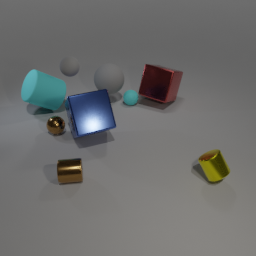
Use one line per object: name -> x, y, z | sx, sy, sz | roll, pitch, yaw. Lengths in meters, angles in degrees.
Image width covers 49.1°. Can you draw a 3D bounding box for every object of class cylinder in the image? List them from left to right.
cylinder -> -3.607, -1.607, 12.011 | 1.400, 1.400, 1.400 | 18, 14, -42
cylinder -> -1.711, 1.268, 8.328 | 0.700, 0.700, 0.700 | -4, 30, -7
cylinder -> 2.524, 1.089, 8.208 | 0.700, 0.700, 0.700 | -29, 6, 4

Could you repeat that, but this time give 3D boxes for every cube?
cube -> -1.384, -0.479, 10.064 | 1.400, 1.400, 1.400 | -14, 0, -17
cube -> 1.499, -2.054, 12.783 | 1.400, 1.400, 1.400 | 21, 18, 23

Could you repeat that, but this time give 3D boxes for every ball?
ball -> -2.737, -0.110, 10.633 | 0.700, 0.700, 0.700 | 0, 30, 0
ball -> -2.042, -2.152, 9.803 | 0.700, 0.700, 0.700 | 0, 30, 0
ball -> -0.864, -2.240, 12.841 | 1.400, 1.400, 1.400 | 0, 30, 0
ball -> 0.127, -1.407, 12.916 | 0.700, 0.700, 0.700 | 0, 30, 0
